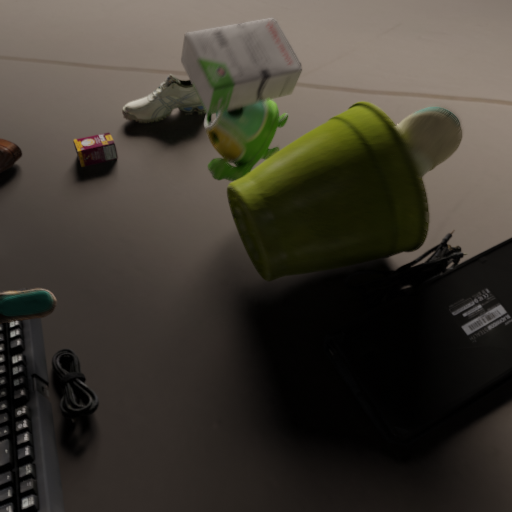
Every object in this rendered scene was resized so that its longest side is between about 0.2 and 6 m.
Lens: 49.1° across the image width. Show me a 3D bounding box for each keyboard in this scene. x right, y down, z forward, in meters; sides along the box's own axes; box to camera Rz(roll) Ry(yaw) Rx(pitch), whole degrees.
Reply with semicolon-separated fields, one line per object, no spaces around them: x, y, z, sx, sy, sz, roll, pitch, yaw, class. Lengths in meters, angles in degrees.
3.044;0.858;8.435;4.519;0.895;2.352;-22;67;-22;keyboard
-3.272;1.847;7.358;2.229;0.476;3.712;-14;45;-15;keyboard

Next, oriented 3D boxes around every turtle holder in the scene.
-0.354;-2.186;10.056;1.190;1.676;1.273;25;14;-32;turtle holder

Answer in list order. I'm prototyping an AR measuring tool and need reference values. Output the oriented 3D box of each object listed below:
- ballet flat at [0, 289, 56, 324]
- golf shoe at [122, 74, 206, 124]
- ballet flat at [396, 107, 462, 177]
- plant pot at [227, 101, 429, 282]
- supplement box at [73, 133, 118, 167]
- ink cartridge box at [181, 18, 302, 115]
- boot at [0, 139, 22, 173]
-3.505;0.732;7.545;1.534;0.516;0.522;0;77;-18;ballet flat
-2.151;-3.779;13.139;2.109;1.026;0.826;-17;47;-16;golf shoe
2.264;-1.435;8.699;0.950;2.736;0.950;1;85;-6;ballet flat
0.935;-0.775;8.786;2.434;2.527;2.527;-23;46;-9;plant pot
-3.414;-2.261;11.908;0.790;0.408;0.517;-17;45;-18;supplement box
-0.200;-2.537;7.446;1.315;0.552;0.956;-19;72;-21;ink cartridge box
-6.078;-1.737;11.227;1.925;0.663;2.065;13;48;16;boot
